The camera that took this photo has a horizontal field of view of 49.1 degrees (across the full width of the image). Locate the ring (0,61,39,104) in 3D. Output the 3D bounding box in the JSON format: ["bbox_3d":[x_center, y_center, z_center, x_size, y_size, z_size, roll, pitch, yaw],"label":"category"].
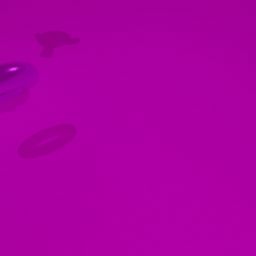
[{"bbox_3d":[-2.052,-0.467,3.898,1.691,1.691,0.338,-28,100,-20],"label":"ring"}]
